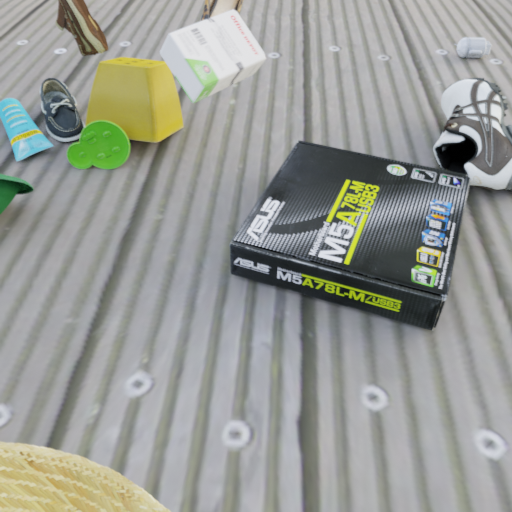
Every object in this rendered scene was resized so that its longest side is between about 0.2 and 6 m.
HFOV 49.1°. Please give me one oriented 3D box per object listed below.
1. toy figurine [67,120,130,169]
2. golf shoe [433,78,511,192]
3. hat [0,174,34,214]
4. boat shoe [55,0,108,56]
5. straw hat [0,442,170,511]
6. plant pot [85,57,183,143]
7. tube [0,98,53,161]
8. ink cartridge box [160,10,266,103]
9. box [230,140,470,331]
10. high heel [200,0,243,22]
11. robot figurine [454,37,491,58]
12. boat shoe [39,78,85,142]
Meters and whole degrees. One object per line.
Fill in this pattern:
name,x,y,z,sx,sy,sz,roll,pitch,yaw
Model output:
toy figurine,-3.007,-2.293,11.094,1.268,0.952,1.167,-22,26,11
golf shoe,4.038,-2.448,10.751,1.550,1.275,3.280,-5,41,-6
hat,-4.830,-0.241,8.928,2.295,1.901,2.020,2,85,-8
boat shoe,-3.483,-4.472,10.551,0.670,1.810,0.668,-19,57,5
straw hat,-2.270,3.285,3.757,4.195,1.775,4.195,16,16,-5
plant pot,-2.424,-3.194,11.218,1.541,1.359,1.541,9,26,11
tube,-4.836,-2.591,11.558,0.752,0.490,1.943,-31,53,-13
ink cartridge box,-0.675,-3.189,8.921,1.346,0.565,0.979,-34,91,-29
box,1.608,-0.545,8.984,3.125,0.769,3.236,17,44,15
high heel,-0.465,-4.455,9.546,0.813,2.276,1.622,12,49,-19
robot figurine,5.661,-5.447,14.659,0.887,0.501,0.752,3,36,2
boat shoe,-4.219,-3.144,11.980,0.795,0.634,2.102,-21,46,-22
